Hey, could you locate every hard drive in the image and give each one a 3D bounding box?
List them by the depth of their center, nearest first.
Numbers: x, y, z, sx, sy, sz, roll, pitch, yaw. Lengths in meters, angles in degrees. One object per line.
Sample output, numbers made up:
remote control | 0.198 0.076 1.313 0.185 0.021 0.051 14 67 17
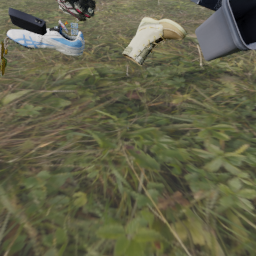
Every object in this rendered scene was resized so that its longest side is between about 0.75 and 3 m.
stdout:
hard drive | -2.353 -2.475 6.582 0.848 0.572 0.179 19 77 -8

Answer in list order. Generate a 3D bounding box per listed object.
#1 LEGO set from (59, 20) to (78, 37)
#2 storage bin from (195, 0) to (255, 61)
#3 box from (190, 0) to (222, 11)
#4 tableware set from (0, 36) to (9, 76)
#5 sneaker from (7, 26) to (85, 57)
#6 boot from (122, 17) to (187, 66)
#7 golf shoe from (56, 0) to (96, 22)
LEGO set | -2.276 -3.657 10.548 0.922 0.689 0.226 -5 7 -32
storage bin | 2.607 -2.391 6.457 2.055 1.496 1.381 -21 2 -27
box | 2.056 -3.567 7.130 1.149 0.853 0.615 -8 44 -45
tableware set | -2.986 -1.637 6.522 0.205 0.899 1.335 6 25 -19
sneaker | -2.611 -2.926 9.046 2.427 0.880 0.872 7 26 -10
boot | 0.799 -2.710 9.011 2.015 0.726 1.558 31 87 45
golf shoe | -2.076 -4.192 8.985 0.948 2.152 0.831 -14 51 48
